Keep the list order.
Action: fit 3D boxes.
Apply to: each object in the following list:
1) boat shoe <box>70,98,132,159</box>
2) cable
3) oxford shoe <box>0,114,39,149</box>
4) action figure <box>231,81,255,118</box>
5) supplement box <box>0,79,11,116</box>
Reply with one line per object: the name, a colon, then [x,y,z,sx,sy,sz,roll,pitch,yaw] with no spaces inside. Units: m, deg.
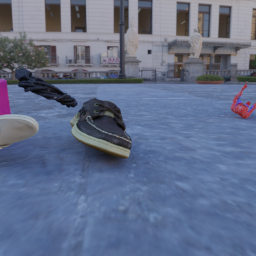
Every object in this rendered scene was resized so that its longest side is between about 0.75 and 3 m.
boat shoe: [-0.605,-0.156,5.921,1.066,0.944,2.913,23,3,-25]
cable: [-1.804,-0.798,6.323,1.396,0.435,1.711,31,-2,-41]
oxford shoe: [-2.553,0.221,5.131,1.890,0.711,0.546,-12,47,2]
action figure: [4.582,-1.124,10.826,0.844,1.279,2.585,34,25,11]
supplement box: [-4.362,-0.521,7.001,2.780,1.437,1.407,8,18,33]
